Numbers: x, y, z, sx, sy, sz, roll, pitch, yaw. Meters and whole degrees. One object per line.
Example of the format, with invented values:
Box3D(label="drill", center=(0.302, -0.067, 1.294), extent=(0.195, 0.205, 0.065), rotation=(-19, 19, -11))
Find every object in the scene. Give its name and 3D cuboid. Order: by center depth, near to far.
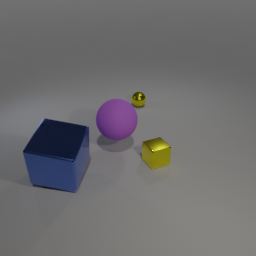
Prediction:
Box3D(label="cube", center=(-1.971, 0.776, 8.079), extent=(1.400, 1.400, 1.400), rotation=(10, 43, 4))
Box3D(label="cube", center=(0.922, 0.817, 9.158), extent=(0.700, 0.700, 0.700), rotation=(-13, 32, -22))
Box3D(label="ball", center=(-0.373, -0.282, 9.395), extent=(1.400, 1.400, 1.400), rotation=(0, 29, 0))
Box3D(label="ball", center=(0.497, -1.339, 13.052), extent=(0.700, 0.700, 0.700), rotation=(0, 29, 0))
